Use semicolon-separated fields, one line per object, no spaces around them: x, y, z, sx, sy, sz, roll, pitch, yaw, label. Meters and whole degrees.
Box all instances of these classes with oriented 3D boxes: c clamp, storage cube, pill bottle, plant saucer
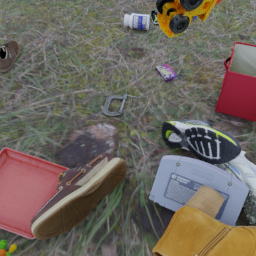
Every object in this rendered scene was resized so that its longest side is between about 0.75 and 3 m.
-0.306;-0.790;9.381;0.976;0.155;1.142;13;51;11;c clamp
3.893;-1.435;8.905;1.911;1.718;1.634;16;52;14;storage cube
0.392;-4.690;12.323;1.074;0.643;0.643;8;51;6;pill bottle
-2.768;1.616;7.107;1.969;0.362;1.973;17;50;5;plant saucer

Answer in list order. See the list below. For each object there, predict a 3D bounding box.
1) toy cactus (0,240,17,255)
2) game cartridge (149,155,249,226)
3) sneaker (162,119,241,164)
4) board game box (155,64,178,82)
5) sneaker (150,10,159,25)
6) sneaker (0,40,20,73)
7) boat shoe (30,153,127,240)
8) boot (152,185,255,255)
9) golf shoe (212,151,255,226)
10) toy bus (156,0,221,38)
-2.856;3.109;5.876;1.157;0.717;1.402;-19;61;-3;toy cactus
1.670;1.496;6.735;2.091;1.392;0.434;20;11;16;game cartridge
2.006;0.186;7.528;1.063;0.970;2.626;-18;21;-24;sneaker
1.440;-2.075;10.484;0.522;0.140;0.869;-16;51;-18;board game box
1.244;-5.087;12.816;0.340;0.393;0.949;-15;52;-12;sneaker
-4.662;-2.965;10.844;0.648;0.695;1.841;-1;51;-1;sneaker
-1.286;1.520;6.976;1.016;1.019;2.823;29;52;32;boat shoe
2.019;2.763;5.616;2.902;1.021;2.077;39;58;8;boot
3.342;1.610;6.804;1.428;1.150;2.937;-21;54;-24;golf shoe
1.655;-3.165;6.965;1.568;1.634;1.109;-10;58;-25;toy bus
